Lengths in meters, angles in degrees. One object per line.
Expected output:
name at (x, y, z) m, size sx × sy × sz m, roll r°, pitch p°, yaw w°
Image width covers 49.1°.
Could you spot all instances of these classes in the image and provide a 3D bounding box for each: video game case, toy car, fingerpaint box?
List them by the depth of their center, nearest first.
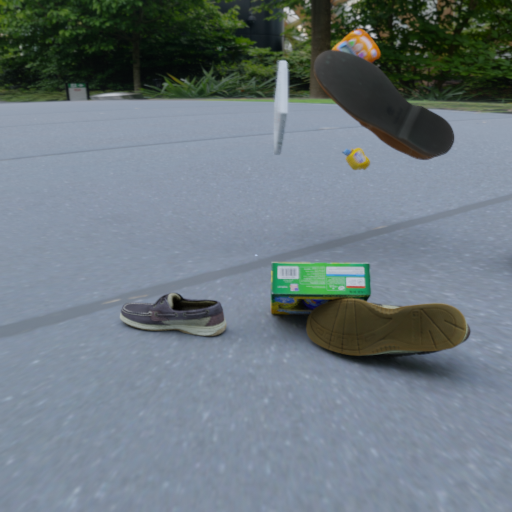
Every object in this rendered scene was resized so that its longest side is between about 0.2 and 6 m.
fingerpaint box at (0.936, 0.532, 8.546) m, size 1.435 × 0.526 × 1.197 m, roll 1°, pitch -20°, yaw 1°
video game case at (0.471, -2.896, 11.038) m, size 0.160 × 1.232 × 1.353 m, roll 3°, pitch 62°, yaw -3°
toy car at (2.236, -3.375, 12.291) m, size 1.427 × 2.909 × 0.968 m, roll -18°, pitch 7°, yaw 34°

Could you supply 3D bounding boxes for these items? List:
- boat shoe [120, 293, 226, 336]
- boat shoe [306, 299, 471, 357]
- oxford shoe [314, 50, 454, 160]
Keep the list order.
boat shoe at (-1.279, 0.829, 8.566) m, size 1.699 × 0.551 × 0.611 m, roll 6°, pitch 21°, yaw 16°
boat shoe at (1.793, 1.063, 7.751) m, size 2.259 × 0.827 × 0.732 m, roll 0°, pitch -20°, yaw 35°
oxford shoe at (2.426, -2.939, 11.497) m, size 3.202 × 1.142 × 1.141 m, roll 37°, pitch -10°, yaw -5°
